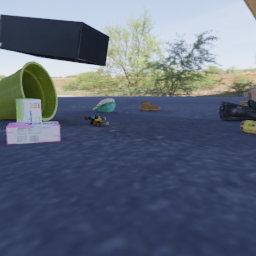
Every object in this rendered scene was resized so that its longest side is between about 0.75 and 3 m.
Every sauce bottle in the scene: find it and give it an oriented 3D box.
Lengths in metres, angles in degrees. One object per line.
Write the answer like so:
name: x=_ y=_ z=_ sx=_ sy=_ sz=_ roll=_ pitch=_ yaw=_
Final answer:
sauce bottle: x=3.593 y=-0.002 z=7.521 sx=0.355 sy=0.355 sz=1.096 roll=-6 pitch=9 yaw=-38

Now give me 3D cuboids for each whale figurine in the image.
whale figurine: x=-1.242 y=-1.074 z=14.825 sx=1.316 sy=0.683 sz=1.047 roll=-24 pitch=-8 yaw=35

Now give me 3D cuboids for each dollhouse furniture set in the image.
dollhouse furniture set: x=6.050 y=-1.314 z=14.071 sx=1.241 sy=1.448 sz=1.523 roll=0 pitch=21 yaw=38

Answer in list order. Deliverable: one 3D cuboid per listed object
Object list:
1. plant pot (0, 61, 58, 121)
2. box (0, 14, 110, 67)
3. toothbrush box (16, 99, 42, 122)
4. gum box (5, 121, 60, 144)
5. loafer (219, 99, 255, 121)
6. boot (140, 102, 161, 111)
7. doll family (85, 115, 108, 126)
plant pot: x=-4.326 y=-1.207 z=10.993 sx=2.184 sy=2.300 sz=2.300 roll=-11 pitch=4 yaw=18
box: x=-1.973 y=-2.361 z=7.684 sx=2.429 sy=0.958 sz=1.714 roll=12 pitch=12 yaw=17
toothbrush box: x=-3.223 y=-0.490 z=9.057 sx=0.529 sy=0.895 sz=1.230 roll=-5 pitch=8 yaw=-31
gum box: x=-2.245 y=0.094 z=6.591 sx=1.220 sy=0.404 sz=0.692 roll=-3 pitch=9 yaw=-18
loafer: x=4.718 y=-0.682 z=10.623 sx=2.397 sy=0.842 sz=0.814 roll=2 pitch=8 yaw=12
boot: x=1.300 y=-1.220 z=15.797 sx=1.355 sy=0.511 sz=0.499 roll=-3 pitch=7 yaw=-30
doll family: x=-1.092 y=-0.252 z=9.462 sx=0.545 sy=0.370 sz=0.942 roll=-10 pitch=7 yaw=-31
